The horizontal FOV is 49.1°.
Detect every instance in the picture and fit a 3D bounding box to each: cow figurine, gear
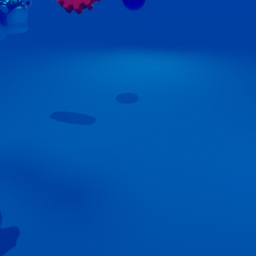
[{"bbox_3d":[-2.282,-2.037,4.819,1.254,1.234,0.688,52,40,3],"label":"cow figurine"},{"bbox_3d":[-1.470,-4.227,8.532,1.514,1.514,0.280,11,-10,18],"label":"gear"}]

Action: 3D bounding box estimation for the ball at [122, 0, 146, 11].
[{"bbox_3d":[0.203,-4.593,9.858,0.858,0.858,0.858,0,30,0],"label":"ball"}]
